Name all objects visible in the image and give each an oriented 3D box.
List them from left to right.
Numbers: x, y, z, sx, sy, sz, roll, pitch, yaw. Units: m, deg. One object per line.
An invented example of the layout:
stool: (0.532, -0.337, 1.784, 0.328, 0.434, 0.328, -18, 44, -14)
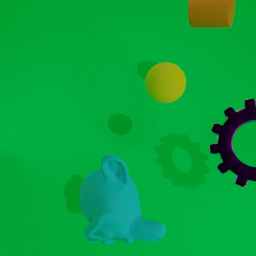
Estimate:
monkey head: (-0.075, 0.927, 3.398, 1.040, 1.446, 0.871, 5, 57, 0)
ball: (0.682, -0.824, 5.127, 0.735, 0.735, 0.735, 0, 56, 0)
cylinder: (1.887, -2.712, 6.288, 0.872, 0.872, 0.872, 9, 55, 24)
gear: (2.284, 0.283, 4.968, 1.577, 0.292, 1.577, -3, 82, 21)
